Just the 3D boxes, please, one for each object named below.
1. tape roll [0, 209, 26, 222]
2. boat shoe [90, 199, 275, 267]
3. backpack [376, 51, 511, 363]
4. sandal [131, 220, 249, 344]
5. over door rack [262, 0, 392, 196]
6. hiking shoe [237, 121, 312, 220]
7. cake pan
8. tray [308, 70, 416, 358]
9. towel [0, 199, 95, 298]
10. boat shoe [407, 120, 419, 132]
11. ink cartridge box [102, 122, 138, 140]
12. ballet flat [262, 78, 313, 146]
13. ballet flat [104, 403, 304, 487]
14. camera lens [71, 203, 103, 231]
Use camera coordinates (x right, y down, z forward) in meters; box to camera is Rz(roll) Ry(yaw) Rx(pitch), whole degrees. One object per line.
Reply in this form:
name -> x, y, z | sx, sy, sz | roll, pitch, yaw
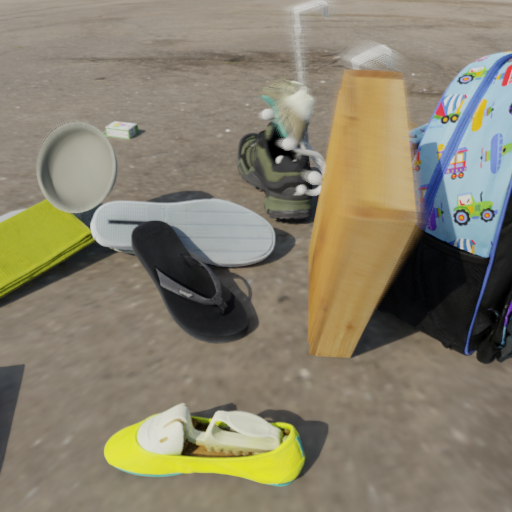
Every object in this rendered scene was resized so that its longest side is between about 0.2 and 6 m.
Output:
tape roll -> -4.212, -0.340, 10.396 | 1.520, 0.502, 1.520 | 0, 32, 0
boat shoe -> -1.277, -0.437, 10.015 | 3.190, 1.148, 0.989 | 7, -8, -8
backpack -> 3.357, -1.095, 8.253 | 2.714, 4.034, 3.683 | 26, 42, 35
sandal -> -1.113, 0.347, 8.630 | 0.974, 0.548, 2.560 | -31, 65, -32
over door rack -> 0.977, -2.324, 9.458 | 1.064, 3.195, 2.360 | -12, 44, -17
hiking shoe -> 0.505, -2.195, 12.093 | 1.315, 1.748, 3.473 | -2, 33, -20
cake pan -> -3.060, -1.502, 9.698 | 1.538, 1.538, 0.282 | 10, 3, 15
tray -> 1.087, -0.218, 6.762 | 0.671, 3.623, 1.787 | 3, 61, 2
towel -> -4.355, 0.064, 9.213 | 1.372, 0.288, 3.189 | 40, 54, 20
boat shoe -> 3.749, -3.351, 15.051 | 2.188, 0.709, 0.787 | 40, 38, 21
ink cartridge box -> -3.884, -3.536, 15.716 | 1.005, 0.298, 0.522 | 10, 33, 15
ballet flat -> 0.649, -2.850, 10.484 | 0.806, 0.726, 2.140 | -40, 33, 17
ballet flat -> -0.604, 2.047, 6.314 | 2.312, 0.775, 0.772 | 4, 32, 7
camera lens -> -3.482, -0.888, 11.069 | 0.891, 0.713, 0.713 | 23, 39, 33
